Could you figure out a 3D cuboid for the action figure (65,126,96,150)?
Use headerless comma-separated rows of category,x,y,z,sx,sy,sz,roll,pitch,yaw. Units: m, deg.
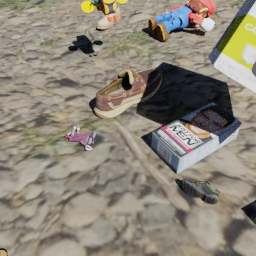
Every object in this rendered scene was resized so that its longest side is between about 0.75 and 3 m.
action figure,-1.200,0.253,6.943,0.783,0.525,0.583,-1,88,17

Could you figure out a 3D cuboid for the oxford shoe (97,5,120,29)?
oxford shoe,-0.840,-4.595,11.602,0.567,0.592,1.603,17,47,16

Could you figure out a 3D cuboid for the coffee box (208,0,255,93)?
coffee box,2.863,-1.551,5.053,1.971,1.952,1.974,32,22,2

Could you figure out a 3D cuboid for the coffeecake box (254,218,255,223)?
coffeecake box,3.158,1.762,5.295,1.122,0.410,0.862,-21,48,-20

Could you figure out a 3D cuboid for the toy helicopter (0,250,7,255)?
toy helicopter,-2.380,2.504,4.564,0.731,0.436,1.105,15,37,20

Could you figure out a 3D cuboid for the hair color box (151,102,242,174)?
hair color box,1.642,0.177,6.762,1.984,0.601,0.982,-25,50,-24

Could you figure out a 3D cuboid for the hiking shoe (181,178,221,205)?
hiking shoe,1.530,1.274,5.914,0.824,0.312,0.415,29,42,15

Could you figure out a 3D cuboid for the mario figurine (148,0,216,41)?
mario figurine,2.264,-4.175,11.116,2.768,1.467,1.709,-27,85,-11

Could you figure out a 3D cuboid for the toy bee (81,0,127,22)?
toy bee,-0.674,-3.478,7.793,1.289,1.071,1.969,-12,17,11

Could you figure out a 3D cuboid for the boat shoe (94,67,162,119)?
boat shoe,0.068,-1.237,7.967,2.548,0.917,0.919,-33,53,-29
